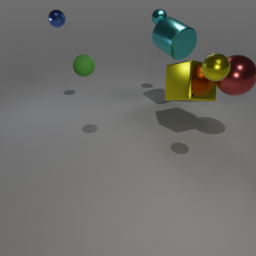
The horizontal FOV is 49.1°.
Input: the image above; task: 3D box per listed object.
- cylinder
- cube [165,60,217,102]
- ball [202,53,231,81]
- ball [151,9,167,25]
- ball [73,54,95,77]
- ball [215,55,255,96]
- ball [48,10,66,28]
[{"bbox_3d":[1.973,-3.835,11.975,1.400,1.400,1.400,-16,44,-26],"label":"cylinder"},{"bbox_3d":[2.413,-1.735,10.777,1.400,1.400,1.400,0,4,-32],"label":"cube"},{"bbox_3d":[2.251,-1.551,7.165,0.700,0.700,0.700,0,30,0],"label":"ball"},{"bbox_3d":[1.410,-5.000,12.639,0.700,0.700,0.700,0,30,0],"label":"ball"},{"bbox_3d":[-1.410,-1.993,8.946,0.700,0.700,0.700,0,30,0],"label":"ball"},{"bbox_3d":[3.735,-1.818,9.716,1.400,1.400,1.400,0,30,0],"label":"ball"},{"bbox_3d":[-2.956,-4.543,11.638,0.700,0.700,0.700,0,30,0],"label":"ball"}]
